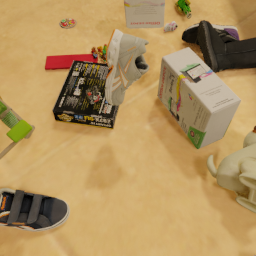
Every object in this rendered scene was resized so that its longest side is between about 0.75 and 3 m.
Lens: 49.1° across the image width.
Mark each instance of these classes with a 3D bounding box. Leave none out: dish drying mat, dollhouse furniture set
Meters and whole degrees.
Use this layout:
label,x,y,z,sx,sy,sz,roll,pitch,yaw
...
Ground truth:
label,x,y,z,sx,sy,sz,roll,pitch,yaw
dish drying mat,-2.290,-2.719,11.456,2.121,0.193,0.815,-4,53,-2
dollhouse furniture set,-2.914,-0.078,5.861,1.470,2.942,1.136,45,79,-10

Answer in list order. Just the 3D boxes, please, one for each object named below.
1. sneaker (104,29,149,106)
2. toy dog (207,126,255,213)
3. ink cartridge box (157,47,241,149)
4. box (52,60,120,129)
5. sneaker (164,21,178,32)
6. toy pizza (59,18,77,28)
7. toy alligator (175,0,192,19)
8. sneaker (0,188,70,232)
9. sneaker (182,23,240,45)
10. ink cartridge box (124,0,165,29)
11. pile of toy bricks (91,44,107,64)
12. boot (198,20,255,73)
label,x,y,z,sx,sy,sz,roll,pitch,yaw
sneaker,-0.015,-1.399,7.443,1.076,2.339,0.886,13,52,5
toy dog,3.669,1.007,8.087,2.219,1.597,2.289,17,51,41
ink cartridge box,2.112,-0.984,9.090,1.118,1.929,2.664,-22,57,-15
box,-1.282,-1.287,10.127,2.114,0.653,2.647,8,54,4
sneaker,1.966,-4.573,12.712,0.831,0.338,0.366,-37,60,-23
toy pizza,-2.815,-4.943,13.109,0.816,0.129,0.816,0,54,0
toy alligator,2.798,-5.768,13.483,0.563,0.615,2.075,20,43,-38
sneaker,-2.822,2.161,7.418,2.448,0.972,0.960,-1,52,-2
sneaker,3.526,-3.741,11.791,2.444,0.925,1.070,-2,59,-1
ink cartridge box,0.613,-4.791,10.312,1.513,2.050,0.878,2,58,5
pile of toy bricks,-0.918,-3.056,11.294,0.735,0.654,1.326,-19,55,-37
boot,4.339,-3.407,11.230,2.710,0.889,2.234,-11,85,-4
